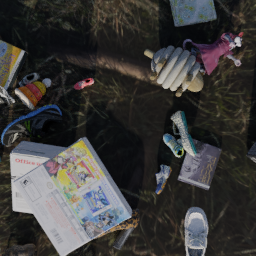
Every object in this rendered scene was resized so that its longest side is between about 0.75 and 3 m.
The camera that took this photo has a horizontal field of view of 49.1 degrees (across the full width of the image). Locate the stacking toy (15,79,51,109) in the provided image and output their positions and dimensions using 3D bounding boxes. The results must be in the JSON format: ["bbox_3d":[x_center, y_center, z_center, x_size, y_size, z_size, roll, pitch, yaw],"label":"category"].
[{"bbox_3d":[-3.715,-1.546,11.349,1.039,1.039,1.423,45,72,2],"label":"stacking toy"}]

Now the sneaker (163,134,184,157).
[{"bbox_3d":[1.855,0.681,11.225,0.445,0.730,1.119,-40,87,0],"label":"sneaker"}]

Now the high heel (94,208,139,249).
[{"bbox_3d":[-0.845,3.489,10.939,2.488,0.888,1.773,30,94,-15],"label":"high heel"}]

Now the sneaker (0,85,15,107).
[{"bbox_3d":[-4.371,-1.092,9.697,0.338,1.018,0.460,8,57,28],"label":"sneaker"}]

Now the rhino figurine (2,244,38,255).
[{"bbox_3d":[-4.369,5.002,11.126,1.581,0.473,0.691,-5,70,1],"label":"rhino figurine"}]

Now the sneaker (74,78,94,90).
[{"bbox_3d":[-1.838,-1.864,11.531,0.877,0.380,0.323,-24,87,-1],"label":"sneaker"}]

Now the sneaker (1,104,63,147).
[{"bbox_3d":[-3.817,0.029,11.155,2.616,0.927,1.084,-29,81,-4],"label":"sneaker"}]

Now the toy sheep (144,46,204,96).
[{"bbox_3d":[1.780,-2.295,10.882,2.655,1.830,1.830,36,88,-2],"label":"toy sheep"}]

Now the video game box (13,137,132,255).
[{"bbox_3d":[-1.444,1.816,7.473,2.211,0.568,2.427,-31,93,7],"label":"video game box"}]

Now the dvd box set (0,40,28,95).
[{"bbox_3d":[-5.805,-2.796,11.563,2.721,0.400,1.991,25,88,1],"label":"dvd box set"}]

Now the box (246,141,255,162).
[{"bbox_3d":[6.182,0.505,10.908,1.575,1.366,2.576,37,88,2],"label":"box"}]

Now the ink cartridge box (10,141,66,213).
[{"bbox_3d":[-3.275,1.904,10.508,1.860,1.068,2.561,9,113,1],"label":"ink cartridge box"}]

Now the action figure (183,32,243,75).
[{"bbox_3d":[3.661,-3.218,11.405,2.274,1.523,1.693,-36,54,-6],"label":"action figure"}]

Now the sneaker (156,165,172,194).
[{"bbox_3d":[1.320,2.067,11.361,0.523,0.447,1.187,23,83,15],"label":"sneaker"}]

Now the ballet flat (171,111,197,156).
[{"bbox_3d":[2.217,0.260,11.305,0.689,0.689,1.921,-15,77,-1],"label":"ballet flat"}]

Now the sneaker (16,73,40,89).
[{"bbox_3d":[-4.202,-1.893,11.482,1.136,0.503,0.421,-41,89,-1],"label":"sneaker"}]

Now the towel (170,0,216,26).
[{"bbox_3d":[2.678,-5.117,11.691,1.784,0.430,1.527,-10,90,0],"label":"towel"}]

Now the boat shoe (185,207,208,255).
[{"bbox_3d":[1.858,3.042,7.577,0.627,0.614,1.771,-1,102,13],"label":"boat shoe"}]

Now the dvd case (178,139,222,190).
[{"bbox_3d":[2.936,1.487,11.479,1.327,0.143,1.785,19,87,1],"label":"dvd case"}]
